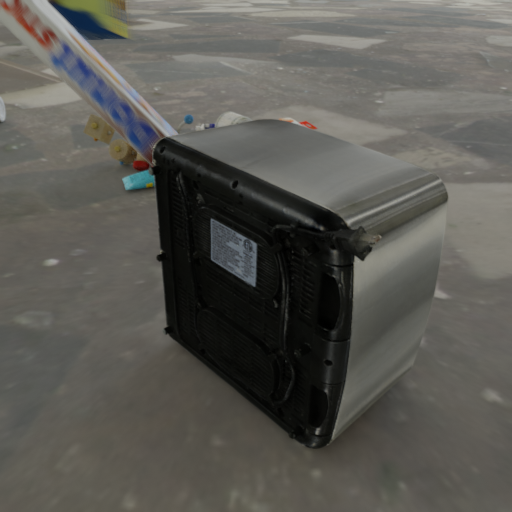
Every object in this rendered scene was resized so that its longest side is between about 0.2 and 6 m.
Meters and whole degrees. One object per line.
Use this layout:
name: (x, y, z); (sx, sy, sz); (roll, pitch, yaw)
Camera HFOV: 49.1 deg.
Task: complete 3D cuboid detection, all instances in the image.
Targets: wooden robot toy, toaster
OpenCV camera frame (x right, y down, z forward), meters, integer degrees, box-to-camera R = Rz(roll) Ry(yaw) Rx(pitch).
wooden robot toy: (-2.106, -2.226, 11.514); (2.636, 1.161, 1.196); (6, -3, 11)
toaster: (0.372, 0.183, 5.628); (1.694, 2.581, 2.854); (-26, 40, -35)

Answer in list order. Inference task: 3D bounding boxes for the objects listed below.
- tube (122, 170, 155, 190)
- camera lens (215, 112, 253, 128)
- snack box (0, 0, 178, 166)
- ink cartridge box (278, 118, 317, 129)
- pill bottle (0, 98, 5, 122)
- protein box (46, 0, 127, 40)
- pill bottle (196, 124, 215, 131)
tube: (-1.751, -1.535, 10.647); (1.539, 0.388, 0.596); (-14, 26, -14)
camera lens: (-0.429, -2.754, 12.295); (0.681, 0.681, 0.852); (-26, 40, -36)
snack box: (-1.859, -2.053, 6.664); (0.431, 3.546, 1.275); (-43, 21, 7)
ink cartridge box: (0.998, -3.175, 13.469); (0.779, 0.195, 0.632); (-15, 35, -18)
pill bottle: (-6.799, -3.572, 13.698); (1.109, 0.616, 0.616); (-3, 31, -6)
protein box: (-2.934, -4.228, 9.817); (1.062, 0.722, 1.070); (-1, 15, 3)
pill bottle: (-1.098, -2.853, 12.811); (0.543, 0.325, 0.325); (-3, 31, -2)
